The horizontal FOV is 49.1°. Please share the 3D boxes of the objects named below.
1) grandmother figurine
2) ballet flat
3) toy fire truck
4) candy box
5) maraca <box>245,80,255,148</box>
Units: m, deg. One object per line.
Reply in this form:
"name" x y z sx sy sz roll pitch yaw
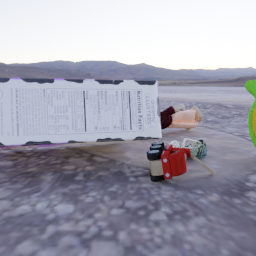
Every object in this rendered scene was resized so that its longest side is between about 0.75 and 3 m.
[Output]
"grandmother figurine" 0.993 -0.185 7.312 2.202 1.335 0.667 -9 56 -35
"ballet flat" 0.989 0.397 5.268 1.141 0.424 0.424 -6 12 -25
"toy fire truck" 0.833 0.540 4.348 0.941 0.605 0.828 -8 8 14
"candy box" -1.125 -0.167 5.132 2.787 0.997 2.338 -2 -4 -19
"maraca" 2.760 -0.201 4.739 1.435 2.093 1.120 -5 -27 7
